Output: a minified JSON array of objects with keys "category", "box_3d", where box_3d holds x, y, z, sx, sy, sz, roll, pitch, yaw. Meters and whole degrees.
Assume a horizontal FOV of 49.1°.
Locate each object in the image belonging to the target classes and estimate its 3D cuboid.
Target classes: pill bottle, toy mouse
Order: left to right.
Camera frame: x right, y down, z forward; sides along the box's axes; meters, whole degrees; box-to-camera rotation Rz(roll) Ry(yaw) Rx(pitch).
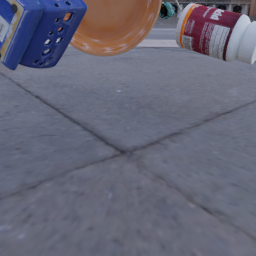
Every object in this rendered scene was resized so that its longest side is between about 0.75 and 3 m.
[{"category":"toy mouse","box_3d":[1.037,-3.678,7.752,0.343,1.771,1.574,-17,-4,-13]},{"category":"pill bottle","box_3d":[2.359,-2.392,7.172,2.025,1.156,1.156,26,32,25]}]

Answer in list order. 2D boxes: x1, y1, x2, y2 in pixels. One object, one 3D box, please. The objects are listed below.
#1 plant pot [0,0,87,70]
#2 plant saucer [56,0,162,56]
[{"category":"plant pot","box_3d":[-1.274,-1.336,3.297,1.034,1.034,0.930,44,33,2]},{"category":"plant saucer","box_3d":[-0.556,-2.859,5.984,2.570,2.570,0.481,3,28,8]}]
